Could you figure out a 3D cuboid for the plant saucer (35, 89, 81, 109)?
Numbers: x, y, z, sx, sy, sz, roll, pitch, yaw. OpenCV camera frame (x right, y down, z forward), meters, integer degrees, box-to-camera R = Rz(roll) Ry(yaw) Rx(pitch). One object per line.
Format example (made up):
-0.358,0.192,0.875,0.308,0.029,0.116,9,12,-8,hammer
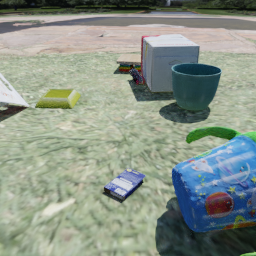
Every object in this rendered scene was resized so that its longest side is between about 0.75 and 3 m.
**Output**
-2.529,-1.123,10.211,1.360,0.326,1.358,2,27,3,plant saucer

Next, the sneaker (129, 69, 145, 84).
0.322,-2.259,12.250,0.384,0.415,1.030,-20,44,-23,sneaker

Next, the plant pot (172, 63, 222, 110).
2.276,-1.387,9.633,1.644,1.320,1.644,0,27,0,plant pot

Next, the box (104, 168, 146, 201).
-0.044,1.160,5.889,0.511,0.137,0.844,19,34,32,box

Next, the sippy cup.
1.630,1.009,4.783,1.551,1.662,2.116,-14,19,-4,sippy cup

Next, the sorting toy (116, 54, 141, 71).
0.361,-3.289,14.239,1.615,0.565,1.624,5,27,9,sorting toy

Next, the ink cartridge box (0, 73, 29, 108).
-4.907,-1.367,8.741,2.412,0.746,2.974,45,11,14,ink cartridge box

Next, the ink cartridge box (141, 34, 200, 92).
1.647,-2.793,11.809,1.860,1.851,2.559,-3,27,-6,ink cartridge box
